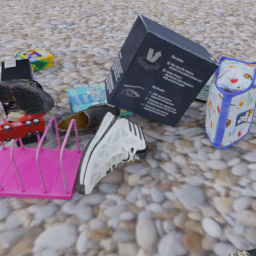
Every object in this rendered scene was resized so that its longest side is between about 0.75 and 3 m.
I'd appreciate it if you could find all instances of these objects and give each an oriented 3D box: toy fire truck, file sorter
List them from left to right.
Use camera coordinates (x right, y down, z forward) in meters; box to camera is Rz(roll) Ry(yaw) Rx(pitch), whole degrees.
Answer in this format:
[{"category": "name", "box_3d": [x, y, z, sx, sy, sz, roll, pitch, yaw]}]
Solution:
[{"category": "toy fire truck", "box_3d": [-2.811, -0.214, 7.474, 1.646, 0.401, 1.161, -17, 38, -38]}, {"category": "file sorter", "box_3d": [-2.812, 0.711, 7.916, 2.652, 1.663, 1.843, 2, 38, 3]}]

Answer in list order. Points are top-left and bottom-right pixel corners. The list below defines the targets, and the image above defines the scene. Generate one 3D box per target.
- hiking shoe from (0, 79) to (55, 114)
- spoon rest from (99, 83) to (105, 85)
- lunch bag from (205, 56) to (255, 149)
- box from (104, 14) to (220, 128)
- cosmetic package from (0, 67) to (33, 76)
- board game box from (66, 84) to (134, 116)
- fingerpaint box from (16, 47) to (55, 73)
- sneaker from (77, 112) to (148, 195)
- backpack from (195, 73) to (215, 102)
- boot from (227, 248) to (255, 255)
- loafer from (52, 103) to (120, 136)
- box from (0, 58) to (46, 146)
[{"category": "hiking shoe", "box_3d": [-2.653, -1.004, 7.670, 2.139, 0.810, 1.077, 19, 34, 29]}, {"category": "spoon rest", "box_3d": [-0.688, -1.798, 12.162, 1.309, 0.397, 0.650, -1, 38, -3]}, {"category": "lunch bag", "box_3d": [3.468, -0.850, 9.489, 1.619, 2.222, 2.614, 14, 39, 20]}, {"category": "box", "box_3d": [1.010, -1.837, 9.571, 2.734, 2.780, 1.632, 18, 33, -23]}, {"category": "cosmetic package", "box_3d": [-4.925, -2.172, 12.284, 1.502, 0.848, 0.610, 3, 38, 6]}, {"category": "board game box", "box_3d": [-1.073, -1.039, 11.044, 2.372, 0.557, 1.790, -12, 40, -15]}, {"category": "fingerpaint box", "box_3d": [-4.691, -3.478, 14.168, 1.286, 0.565, 1.541, -28, 46, -31]}, {"category": "sneaker", "box_3d": [-0.321, 0.803, 8.218, 1.661, 1.090, 2.887, 17, 51, 7]}, {"category": "backpack", "box_3d": [3.402, -1.683, 11.486, 1.657, 1.049, 1.383, 4, 40, 8]}, {"category": "boot", "box_3d": [3.303, 3.274, 5.320, 1.936, 0.925, 2.563, -12, 38, -8]}, {"category": "loafer", "box_3d": [-1.361, -0.270, 9.622, 2.453, 0.893, 0.887, -21, 8, -13]}, {"category": "box", "box_3d": [-3.696, -0.995, 9.884, 1.075, 1.924, 2.726, -11, 40, -15]}]
